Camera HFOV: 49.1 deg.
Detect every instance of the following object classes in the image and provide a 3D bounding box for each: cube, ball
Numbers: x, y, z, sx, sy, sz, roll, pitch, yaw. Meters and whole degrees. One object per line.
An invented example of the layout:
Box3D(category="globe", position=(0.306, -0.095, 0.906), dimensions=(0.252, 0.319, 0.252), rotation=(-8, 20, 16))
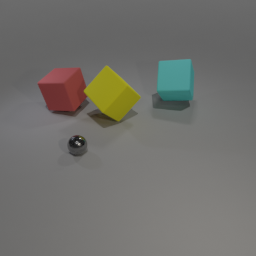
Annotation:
Box3D(category="cube", position=(2.136, -2.075, 12.400), dimensions=(1.400, 1.400, 1.400), rotation=(1, -12, 19))
Box3D(category="cube", position=(-2.787, -1.699, 12.258), dimensions=(1.400, 1.400, 1.400), rotation=(4, 38, 24))
Box3D(category="cube", position=(-0.614, -1.356, 11.290), dimensions=(1.400, 1.400, 1.400), rotation=(47, 9, 28))
Box3D(category="ball", position=(-1.783, 0.598, 9.868), dimensions=(0.700, 0.700, 0.700), rotation=(0, 32, 0))
